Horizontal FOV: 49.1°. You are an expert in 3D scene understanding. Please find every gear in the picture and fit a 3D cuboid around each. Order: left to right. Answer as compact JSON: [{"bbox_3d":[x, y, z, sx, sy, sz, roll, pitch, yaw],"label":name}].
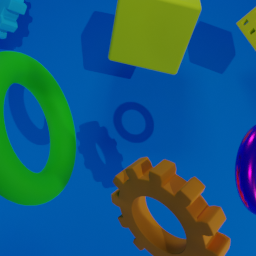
[{"bbox_3d":[-2.718,-2.865,5.909,1.835,0.339,1.835,-1,89,39],"label":"gear"},{"bbox_3d":[0.470,1.179,3.654,0.302,1.633,1.633,-31,77,-39],"label":"gear"}]

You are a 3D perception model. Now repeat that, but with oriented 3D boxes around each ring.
[{"bbox_3d":[-1.269,-0.008,3.665,0.398,1.992,1.992,-12,76,16],"label":"ring"},{"bbox_3d":[1.563,0.456,3.135,1.066,0.213,1.066,0,91,-35],"label":"ring"}]

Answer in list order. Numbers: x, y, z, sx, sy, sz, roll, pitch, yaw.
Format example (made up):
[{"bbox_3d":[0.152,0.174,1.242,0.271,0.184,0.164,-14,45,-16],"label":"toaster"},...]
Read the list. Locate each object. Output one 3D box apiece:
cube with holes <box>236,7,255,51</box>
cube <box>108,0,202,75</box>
[{"bbox_3d":[3.061,-1.999,5.824,0.940,0.940,0.940,-38,48,31],"label":"cube with holes"},{"bbox_3d":[0.453,-2.000,5.181,1.313,1.313,1.313,12,45,-4],"label":"cube"}]
